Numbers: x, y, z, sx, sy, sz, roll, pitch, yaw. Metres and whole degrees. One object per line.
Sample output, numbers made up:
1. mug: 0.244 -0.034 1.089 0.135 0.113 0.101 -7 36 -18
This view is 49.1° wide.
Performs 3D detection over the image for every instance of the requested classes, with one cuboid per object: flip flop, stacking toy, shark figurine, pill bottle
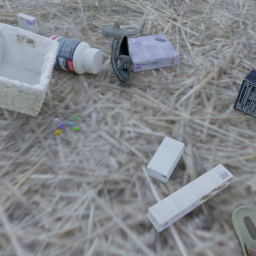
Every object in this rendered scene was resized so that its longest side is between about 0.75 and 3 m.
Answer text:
1. flip flop: 3.189 2.841 6.329 1.023 0.726 2.522 -7 46 -7
2. stacking toy: -2.087 -0.088 9.560 0.840 0.197 0.633 -10 48 -12
3. shark figurine: -0.231 -4.842 13.650 2.302 0.961 1.376 -2 47 1
4. pill bottle: -2.211 -2.958 11.542 2.159 1.291 1.291 17 48 16

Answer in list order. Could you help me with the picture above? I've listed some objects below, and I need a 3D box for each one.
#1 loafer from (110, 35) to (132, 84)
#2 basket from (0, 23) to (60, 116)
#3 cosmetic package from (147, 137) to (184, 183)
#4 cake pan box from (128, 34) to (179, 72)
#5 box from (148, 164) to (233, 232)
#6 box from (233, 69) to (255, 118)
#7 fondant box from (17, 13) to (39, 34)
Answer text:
1. loafer: -0.237 -2.845 11.275 0.830 0.727 2.311 21 47 -37
2. basket: -3.682 -1.847 9.276 2.246 1.823 2.266 15 56 -13
3. cosmetic package: 1.107 0.899 8.142 0.638 0.464 1.254 23 56 23
4. cake pan box: 0.914 -3.383 12.478 2.193 0.573 2.019 -12 45 -11
5. box: 1.701 1.816 7.478 2.574 0.498 0.533 -26 51 -23
6. box: 4.596 -1.110 9.716 1.337 1.348 0.830 31 54 26
7. fondant box: -5.058 -5.265 14.142 1.071 0.773 0.312 25 51 22
